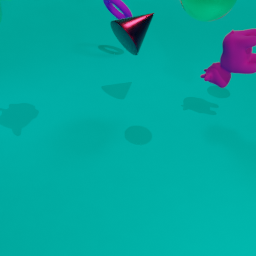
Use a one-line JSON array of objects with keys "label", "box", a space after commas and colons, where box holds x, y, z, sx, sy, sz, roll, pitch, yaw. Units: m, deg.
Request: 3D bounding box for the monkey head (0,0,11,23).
[{"label": "monkey head", "box": [-2.785, -2.287, 4.778, 1.148, 1.370, 1.904, -49, 41, -7]}]

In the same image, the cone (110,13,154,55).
[{"label": "cone", "box": [0.297, -2.717, 7.448, 1.096, 1.092, 1.092, -42, 48, -5]}]

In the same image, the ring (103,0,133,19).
[{"label": "ring", "box": [-0.388, -4.554, 10.719, 0.275, 1.373, 1.373, -52, 52, -1]}]

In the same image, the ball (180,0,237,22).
[{"label": "ball", "box": [1.076, -1.823, 3.717, 0.773, 0.773, 0.773, 0, 38, 0]}]

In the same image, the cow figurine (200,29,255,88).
[{"label": "cow figurine", "box": [2.553, -1.748, 7.117, 1.492, 1.516, 0.832, 7, 44, 33]}]
